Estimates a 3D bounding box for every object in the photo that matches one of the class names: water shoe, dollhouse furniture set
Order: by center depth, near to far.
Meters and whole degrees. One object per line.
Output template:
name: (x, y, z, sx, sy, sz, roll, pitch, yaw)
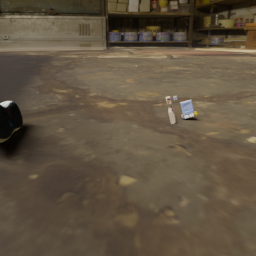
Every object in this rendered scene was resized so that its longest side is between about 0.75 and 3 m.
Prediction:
water shoe: (-3.398, -0.069, 6.597, 1.154, 1.046, 2.925, -18, 4, -3)
dollhouse furniture set: (1.650, -0.602, 8.508, 0.851, 0.804, 0.556, -13, 21, 11)
